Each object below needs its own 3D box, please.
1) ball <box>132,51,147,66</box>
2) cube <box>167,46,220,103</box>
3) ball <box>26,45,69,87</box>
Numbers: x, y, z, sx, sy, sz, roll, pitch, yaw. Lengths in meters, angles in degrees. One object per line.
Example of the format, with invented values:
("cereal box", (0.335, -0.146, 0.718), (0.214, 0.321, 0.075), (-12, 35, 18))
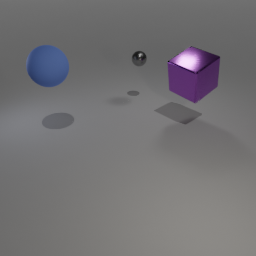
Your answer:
("ball", (0.519, -3.201, 12.941), (0.700, 0.700, 0.700), (0, 29, 0))
("cube", (2.529, -2.077, 10.852), (1.400, 1.400, 1.400), (-36, 49, -23))
("ball", (-2.720, -2.093, 9.521), (1.400, 1.400, 1.400), (0, 29, 0))
